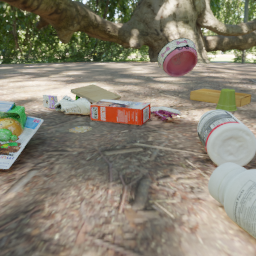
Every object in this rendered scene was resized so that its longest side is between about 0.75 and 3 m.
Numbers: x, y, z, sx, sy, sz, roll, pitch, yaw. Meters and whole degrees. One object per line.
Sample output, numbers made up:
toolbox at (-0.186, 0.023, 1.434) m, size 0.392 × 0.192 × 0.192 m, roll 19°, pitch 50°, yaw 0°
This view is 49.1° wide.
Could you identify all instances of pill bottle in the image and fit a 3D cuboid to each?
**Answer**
pill bottle at (2.705, 0.177, 8.105) m, size 1.242 × 1.242 × 2.244 m, roll 1°, pitch 18°, yaw 3°
pill bottle at (2.263, 1.300, 4.752) m, size 1.048 × 1.048 × 1.833 m, roll -7°, pitch 18°, yaw -22°

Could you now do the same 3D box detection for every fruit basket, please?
fruit basket at (-4.135, 0.159, 8.098) m, size 2.576 × 1.304 × 2.781 m, roll 5°, pitch 24°, yaw 2°

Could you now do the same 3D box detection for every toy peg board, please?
toy peg board at (-1.689, -1.390, 14.346) m, size 1.880 × 0.923 × 1.888 m, roll 26°, pitch 28°, yaw 23°

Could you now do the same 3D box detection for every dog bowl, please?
dog bowl at (2.250, -3.016, 12.341) m, size 1.805 × 1.805 × 0.665 m, roll -5°, pitch 53°, yaw -17°

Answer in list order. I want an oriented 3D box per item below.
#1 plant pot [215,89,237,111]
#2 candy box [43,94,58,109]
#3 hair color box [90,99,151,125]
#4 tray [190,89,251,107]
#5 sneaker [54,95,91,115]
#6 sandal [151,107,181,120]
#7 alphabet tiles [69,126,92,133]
plant pot at (4.895, -1.413, 13.838) m, size 1.036 × 0.984 × 1.036 m, roll -1°, pitch 16°, yaw 0°
candy box at (-3.920, -1.333, 14.137) m, size 0.773 × 0.648 × 0.276 m, roll 9°, pitch 19°, yaw 27°
hair color box at (-0.306, -0.710, 11.955) m, size 2.297 × 0.734 × 1.274 m, roll 5°, pitch 18°, yaw 21°
tray at (5.159, -1.755, 15.756) m, size 2.946 × 0.545 × 1.453 m, roll 16°, pitch 23°, yaw 41°
sneaker at (-2.498, -0.922, 12.827) m, size 2.165 × 0.814 × 0.878 m, roll 12°, pitch 35°, yaw 38°
sandal at (1.574, -0.566, 11.933) m, size 0.907 × 0.548 × 2.230 m, roll 12°, pitch 1°, yaw -13°
alphabet tiles at (-1.792, 0.055, 10.627) m, size 0.698 × 0.027 × 0.839 m, roll 11°, pitch 20°, yaw 31°
